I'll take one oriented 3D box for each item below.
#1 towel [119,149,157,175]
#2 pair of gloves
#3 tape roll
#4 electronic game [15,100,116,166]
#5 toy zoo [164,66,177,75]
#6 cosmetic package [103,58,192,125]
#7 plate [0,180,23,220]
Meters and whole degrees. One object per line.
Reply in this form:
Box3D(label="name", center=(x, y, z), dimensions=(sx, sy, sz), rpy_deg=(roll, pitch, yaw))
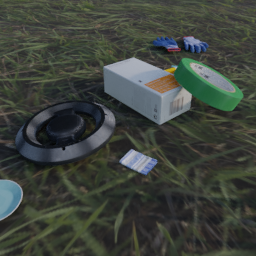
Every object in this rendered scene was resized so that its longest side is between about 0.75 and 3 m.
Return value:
Box3D(label="towel", center=(0.266, 0.870, 7.261), dimensions=(0.840, 0.100, 0.617), rpy_deg=(22, 41, 28))
Box3D(label="pair of gloves", center=(2.668, -4.306, 14.441), dimensions=(2.679, 0.305, 2.153), rpy_deg=(-4, 34, -8))
Box3D(label="tape roll", center=(2.529, -1.402, 8.859), dimensions=(2.214, 0.532, 2.214), rpy_deg=(22, 31, -14))
Box3D(label="electronic game", center=(-1.752, 0.041, 7.978), dimensions=(2.837, 0.590, 2.837), rpy_deg=(-6, 36, 4))
Box3D(label="toy zoo", center=(2.267, -2.027, 11.260), dimensions=(1.378, 0.215, 2.100), rpy_deg=(-13, 37, -18))
Box3D(label="cosmetic package", center=(0.596, -1.388, 9.636), dimensions=(1.488, 1.045, 2.933), rpy_deg=(-26, 42, -32))
Box3D(label="plate", center=(-2.945, 1.629, 6.137), dimensions=(1.237, 0.158, 1.237), rpy_deg=(1, 36, 0))
